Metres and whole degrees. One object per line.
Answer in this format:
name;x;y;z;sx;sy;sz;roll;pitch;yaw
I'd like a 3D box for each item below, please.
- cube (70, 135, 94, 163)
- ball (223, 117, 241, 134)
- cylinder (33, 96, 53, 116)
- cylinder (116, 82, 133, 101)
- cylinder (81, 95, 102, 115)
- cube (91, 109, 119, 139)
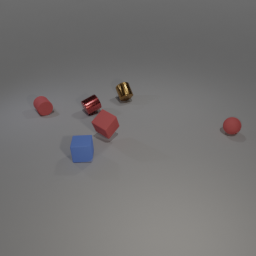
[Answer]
cube;-1.617;0.731;9.946;0.700;0.700;0.700;-3;33;0
ball;4.187;-0.089;11.266;0.700;0.700;0.700;0;32;0
cylinder;-3.875;-1.016;12.784;0.700;0.700;0.700;-19;37;-27
cylinder;-0.175;-1.775;13.690;0.700;0.700;0.700;-14;72;-21
cylinder;-1.666;-1.061;12.711;0.700;0.700;0.700;-31;41;-15
cube;-0.848;-0.149;10.671;0.700;0.700;0.700;29;69;24
